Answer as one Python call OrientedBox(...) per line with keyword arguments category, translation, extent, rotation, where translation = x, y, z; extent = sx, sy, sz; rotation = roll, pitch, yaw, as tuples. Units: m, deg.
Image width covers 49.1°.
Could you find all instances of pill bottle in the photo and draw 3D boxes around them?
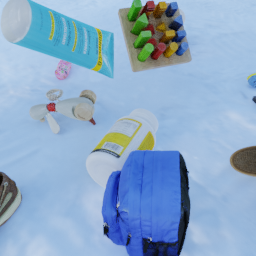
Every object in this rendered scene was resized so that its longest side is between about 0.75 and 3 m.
OrientedBox(category="pill bottle", translation=(-0.022, 0.467, 7.359), extent=(1.258, 1.258, 2.246), rotation=(18, 44, 20))

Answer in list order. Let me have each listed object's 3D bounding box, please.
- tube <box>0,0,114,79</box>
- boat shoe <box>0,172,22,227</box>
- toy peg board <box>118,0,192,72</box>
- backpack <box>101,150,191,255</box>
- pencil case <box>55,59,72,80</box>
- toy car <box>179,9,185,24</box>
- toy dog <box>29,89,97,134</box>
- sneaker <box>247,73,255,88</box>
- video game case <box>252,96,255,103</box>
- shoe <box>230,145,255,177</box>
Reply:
OrientedBox(category="tube", translation=(-1.037, -1.657, 5.393), extent=(0.696, 1.069, 2.760), rotation=(7, 5, 29))
OrientedBox(category="boat shoe", translation=(-3.314, 2.075, 5.660), extent=(1.061, 1.062, 2.872), rotation=(9, 42, 10))
OrientedBox(category="toy peg board", translation=(0.922, -2.847, 8.203), extent=(1.944, 0.955, 1.952), rotation=(-13, 86, -14))
OrientedBox(category="backpack", translation=(0.366, 1.505, 5.530), extent=(1.754, 2.090, 1.698), rotation=(1, 42, 1))
OrientedBox(category="pencil case", translation=(-2.585, -2.450, 11.265), extent=(0.544, 0.544, 1.244), rotation=(1, 40, 1))
OrientedBox(category="toy car", translation=(1.611, -4.307, 12.754), extent=(2.136, 1.869, 1.602), rotation=(-10, 80, -13))
OrientedBox(category="toy dog", translation=(-1.867, -0.441, 8.833), extent=(2.212, 1.065, 1.459), rotation=(6, 42, 30))
OrientedBox(category="sneaker", translation=(5.266, -1.806, 10.614), extent=(1.535, 0.506, 0.602), rotation=(-12, 59, -15))
OrientedBox(category="video game case", translation=(5.485, -0.452, 9.217), extent=(1.662, 0.221, 2.326), rotation=(-9, 41, -10))
OrientedBox(category="shoe", translation=(3.912, 0.921, 7.411), extent=(2.449, 0.654, 0.856), rotation=(-2, 70, 4))
